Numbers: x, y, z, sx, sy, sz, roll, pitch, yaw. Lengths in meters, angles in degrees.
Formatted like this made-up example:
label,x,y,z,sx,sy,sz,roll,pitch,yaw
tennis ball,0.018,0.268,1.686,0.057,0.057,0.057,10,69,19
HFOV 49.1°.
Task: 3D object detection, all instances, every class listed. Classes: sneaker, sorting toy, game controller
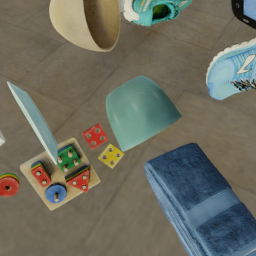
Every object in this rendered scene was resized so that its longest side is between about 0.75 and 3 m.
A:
label,x,y,z,sx,sy,sz,roll,pitch,yaw
sneaker,2.726,-1.215,6.095,1.115,2.844,1.279,15,67,-19
sorting toy,-1.238,0.949,5.649,2.505,1.208,0.424,-30,24,-8
sneaker,1.017,-3.272,7.634,1.010,0.983,2.537,37,53,27
game controller,3.579,-3.134,7.187,0.612,1.516,2.907,-18,44,-9

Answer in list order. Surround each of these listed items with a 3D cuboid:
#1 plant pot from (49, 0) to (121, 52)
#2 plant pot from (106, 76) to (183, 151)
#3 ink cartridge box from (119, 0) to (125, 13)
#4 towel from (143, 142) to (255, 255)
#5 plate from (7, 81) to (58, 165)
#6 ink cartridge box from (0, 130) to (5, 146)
label,x,y,z,sx,sy,sz,roll,pitch,yaw
plant pot,-1.317,-3.252,7.932,1.470,2.189,2.189,3,50,23
plant pot,0.217,-0.384,6.058,1.502,1.502,1.205,-31,89,-22
ink cartridge box,-0.268,-4.682,9.711,1.467,1.066,0.642,-26,9,12
towel,1.087,1.124,4.065,1.092,0.475,1.955,-22,58,-15
plate,-1.472,-0.095,4.521,0.193,1.512,1.512,-31,58,-18
ink cartridge box,-3.881,-0.734,6.216,0.560,2.371,1.898,-36,52,-10
